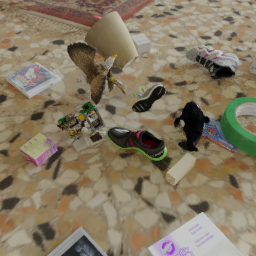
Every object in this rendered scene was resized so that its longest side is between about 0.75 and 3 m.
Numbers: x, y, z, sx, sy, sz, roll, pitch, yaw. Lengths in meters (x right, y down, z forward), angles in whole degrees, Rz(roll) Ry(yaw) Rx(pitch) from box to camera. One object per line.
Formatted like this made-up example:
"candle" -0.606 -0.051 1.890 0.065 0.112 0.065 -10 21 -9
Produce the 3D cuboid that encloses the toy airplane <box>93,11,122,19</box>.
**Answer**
"toy airplane" -1.176 -6.820 17.567 1.919 0.353 1.919 0 46 0

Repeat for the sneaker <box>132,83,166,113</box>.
"sneaker" 0.715 -1.033 9.702 1.389 0.513 0.551 -38 25 19

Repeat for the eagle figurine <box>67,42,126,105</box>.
"eagle figurine" -1.307 -2.256 11.450 2.213 2.201 2.916 20 18 14

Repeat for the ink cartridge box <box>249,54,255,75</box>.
"ink cartridge box" 7.495 -3.388 13.824 1.845 1.063 2.528 33 55 27

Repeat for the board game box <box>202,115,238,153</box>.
"board game box" 3.580 0.213 11.034 1.814 0.176 0.934 33 55 27

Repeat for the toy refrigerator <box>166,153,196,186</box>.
"toy refrigerator" 1.820 1.412 9.717 0.415 0.450 1.186 35 56 29

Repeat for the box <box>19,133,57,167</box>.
"box" -3.276 0.786 10.291 0.863 0.474 0.981 28 53 24

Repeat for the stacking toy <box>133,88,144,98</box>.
"stacking toy" 0.561 -1.282 12.110 0.578 0.766 0.180 -35 17 -30

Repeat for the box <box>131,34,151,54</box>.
"box" 0.674 -4.618 15.338 0.802 0.560 1.053 -17 49 -15

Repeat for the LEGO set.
"LEGO set" -1.718 -0.139 10.762 1.795 1.040 1.380 -37 26 -24

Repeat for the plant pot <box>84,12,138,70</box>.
"plant pot" -0.542 -3.590 12.177 1.872 1.872 1.999 -40 92 -31

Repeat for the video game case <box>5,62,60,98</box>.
"video game case" -4.559 -2.351 13.429 1.971 0.226 1.796 34 55 28

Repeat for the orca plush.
"orca plush" 2.358 -0.326 10.845 1.391 0.940 2.645 7 44 27

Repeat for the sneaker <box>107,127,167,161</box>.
"sneaker" 0.349 0.364 10.327 2.370 0.993 0.909 17 49 16

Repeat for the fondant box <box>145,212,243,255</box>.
"fondant box" 2.054 3.845 7.001 2.058 0.831 2.852 -21 49 -29

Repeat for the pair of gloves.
"pair of gloves" -1.606 0.108 11.058 1.449 0.299 1.704 -15 48 -14

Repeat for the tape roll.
"tape roll" 5.062 -0.091 10.843 2.779 0.668 2.779 3 46 -3

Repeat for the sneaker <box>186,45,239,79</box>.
"sneaker" 3.979 -3.080 13.568 2.629 1.022 1.839 14 47 13

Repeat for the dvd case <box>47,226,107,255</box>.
"dvd case" -1.193 3.996 7.390 2.290 0.283 1.721 36 57 30
